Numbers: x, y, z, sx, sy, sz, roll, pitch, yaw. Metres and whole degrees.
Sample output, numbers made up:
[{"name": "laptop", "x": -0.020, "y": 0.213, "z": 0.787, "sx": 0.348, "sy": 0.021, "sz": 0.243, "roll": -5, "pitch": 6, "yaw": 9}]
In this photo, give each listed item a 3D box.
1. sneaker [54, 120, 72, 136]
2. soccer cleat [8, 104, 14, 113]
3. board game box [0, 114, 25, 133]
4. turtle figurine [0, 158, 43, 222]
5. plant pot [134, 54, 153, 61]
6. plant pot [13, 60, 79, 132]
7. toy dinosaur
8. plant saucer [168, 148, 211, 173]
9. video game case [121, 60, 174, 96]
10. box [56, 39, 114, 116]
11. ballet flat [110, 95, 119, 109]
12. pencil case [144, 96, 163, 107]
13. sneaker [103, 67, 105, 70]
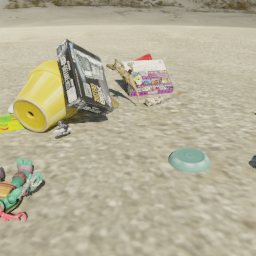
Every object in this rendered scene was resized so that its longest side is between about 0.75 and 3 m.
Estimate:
[{"name": "sneaker", "x": -2.249, "y": -0.020, "z": 9.329, "sx": 0.449, "sy": 0.298, "sz": 0.789, "roll": 56, "pitch": 26, "yaw": 11}, {"name": "soccer cleat", "x": -4.508, "y": -1.181, "z": 12.078, "sx": 0.654, "sy": 0.732, "sz": 1.888, "roll": 8, "pitch": 27, "yaw": 16}, {"name": "board game box", "x": -4.694, "y": -0.149, "z": 10.319, "sx": 1.606, "sy": 0.382, "sz": 0.816, "roll": -11, "pitch": 28, "yaw": -23}, {"name": "turtle figurine", "x": -2.873, "y": 1.342, "z": 6.314, "sx": 1.756, "sy": 1.181, "sz": 2.345, "roll": 8, "pitch": 8, "yaw": -15}, {"name": "plant pot", "x": 0.898, "y": -3.336, "z": 15.638, "sx": 1.327, "sy": 1.209, "sz": 1.327, "roll": -28, "pitch": 3, "yaw": 2}, {"name": "plant pot", "x": -2.987, "y": -1.032, "z": 10.263, "sx": 2.218, "sy": 2.218, "sz": 2.087, "roll": 10, "pitch": 41, "yaw": 20}, {"name": "toy dinosaur", "x": -0.021, "y": -2.223, "z": 12.149, "sx": 0.719, "sy": 1.249, "sz": 2.469, "roll": -36, "pitch": 72, "yaw": -11}, {"name": "plant saucer", "x": 1.830, "y": 0.891, "z": 8.331, "sx": 1.246, "sy": 0.224, "sz": 1.246, "roll": 0, "pitch": 25, "yaw": 0}, {"name": "video game case", "x": 0.957, "y": -2.597, "z": 14.275, "sx": 2.280, "sy": 0.408, "sz": 2.067, "roll": -7, "pitch": 59, "yaw": -15}, {"name": "box", "x": -1.483, "y": -1.692, "z": 9.804, "sx": 0.583, "sy": 2.341, "sz": 1.846, "roll": -26, "pitch": -23, "yaw": 28}, {"name": "ballet flat", "x": -1.461, "y": -1.426, "z": 12.463, "sx": 2.314, "sy": 0.837, "sz": 0.785, "roll": 14, "pitch": 30, "yaw": 26}, {"name": "pencil case", "x": 1.171, "y": -1.207, "z": 12.588, "sx": 0.857, "sy": 0.333, "sz": 0.383, "roll": -15, "pitch": 48, "yaw": -27}, {"name": "sneaker", "x": -2.235, "y": -3.041, "z": 16.155, "sx": 2.101, "sy": 0.815, "sz": 0.907, "roll": -21, "pitch": 44, "yaw": -24}]
